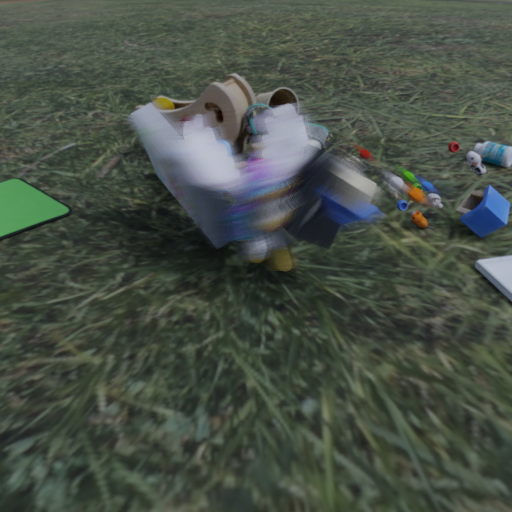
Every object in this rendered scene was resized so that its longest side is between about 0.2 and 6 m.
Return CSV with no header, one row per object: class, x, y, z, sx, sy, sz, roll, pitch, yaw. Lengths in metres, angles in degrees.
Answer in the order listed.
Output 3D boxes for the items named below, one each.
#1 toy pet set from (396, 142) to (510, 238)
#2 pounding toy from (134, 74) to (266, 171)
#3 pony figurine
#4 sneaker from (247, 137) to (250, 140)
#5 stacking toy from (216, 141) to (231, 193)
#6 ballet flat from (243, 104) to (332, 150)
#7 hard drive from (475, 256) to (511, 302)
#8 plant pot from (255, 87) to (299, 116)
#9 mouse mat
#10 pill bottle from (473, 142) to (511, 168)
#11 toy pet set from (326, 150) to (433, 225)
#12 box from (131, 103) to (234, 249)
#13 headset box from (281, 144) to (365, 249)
toy pet set,3.728,-1.004,10.168,1.512,1.620,0.860,38,6,-13
pounding toy,-1.280,-2.913,12.626,3.515,2.010,2.017,13,34,23
pony figurine,0.018,-1.054,8.696,1.928,2.315,2.235,-16,63,-9
sneaker,-0.689,-3.649,15.058,0.754,0.819,2.046,-12,35,-22
stacking toy,-1.527,-1.962,11.946,1.178,1.114,2.031,-25,31,-38
ballet flat,0.821,-2.684,13.156,2.846,1.024,1.024,8,18,-45
hard drive,4.225,0.412,8.914,0.855,0.173,1.296,-7,32,-11
plant pot,0.462,-4.183,15.819,1.123,1.123,1.028,-20,25,-29
mouse mat,-5.556,-0.737,10.902,2.549,0.119,3.168,26,41,37
pill bottle,5.657,-2.434,13.341,0.874,0.484,0.484,25,39,37
toy pet set,1.581,-0.814,7.674,1.164,0.618,1.087,35,44,27
box,-1.259,-1.388,9.806,0.457,1.732,2.221,-33,60,-11
headset box,0.940,-0.992,8.900,0.721,1.352,1.553,20,11,-15
